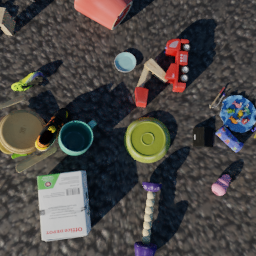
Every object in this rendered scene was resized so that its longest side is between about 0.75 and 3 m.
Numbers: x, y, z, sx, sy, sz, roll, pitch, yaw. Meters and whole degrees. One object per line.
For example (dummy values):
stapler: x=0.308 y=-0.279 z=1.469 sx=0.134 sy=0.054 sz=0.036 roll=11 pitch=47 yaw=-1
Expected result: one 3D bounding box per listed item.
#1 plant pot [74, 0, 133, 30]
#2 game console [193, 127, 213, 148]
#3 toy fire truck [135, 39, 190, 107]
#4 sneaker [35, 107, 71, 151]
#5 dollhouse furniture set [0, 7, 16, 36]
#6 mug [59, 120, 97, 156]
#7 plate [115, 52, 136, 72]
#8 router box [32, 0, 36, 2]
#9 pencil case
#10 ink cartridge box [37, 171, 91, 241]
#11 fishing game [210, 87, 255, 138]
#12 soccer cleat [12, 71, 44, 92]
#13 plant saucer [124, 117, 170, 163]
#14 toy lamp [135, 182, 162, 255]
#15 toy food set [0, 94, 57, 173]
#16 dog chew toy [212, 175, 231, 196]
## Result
plant pot: x=-0.895 y=-5.060 z=11.259 sx=1.732 sy=1.957 sz=1.957 roll=39 pitch=83 yaw=-5
game console: x=2.993 y=0.380 z=11.209 sx=0.705 sy=0.466 sz=0.801 roll=-4 pitch=79 yaw=30
toy fire truck: x=1.378 y=-2.248 z=11.312 sx=2.031 sy=0.702 sz=2.881 roll=5 pitch=81 yaw=1
sneaker: x=-2.776 y=-0.008 z=10.679 sx=0.690 sy=0.888 sz=1.974 roll=36 pitch=68 yaw=-10
dollhouse furniture set: x=-5.651 y=-4.427 z=11.495 sx=1.595 sy=1.038 sz=1.465 roll=9 pitch=81 yaw=1
mug: x=-1.895 y=0.413 z=10.727 sx=1.498 sy=0.926 sz=1.231 roll=-7 pitch=75 yaw=-20
plate: x=-0.111 y=-2.717 z=11.635 sx=0.894 sy=0.114 sz=0.894 roll=0 pitch=77 yaw=0
router box: x=-3.911 y=-6.211 z=11.487 sx=0.506 sy=1.630 sz=1.222 roll=35 pitch=82 yaw=8
pencil case: x=3.995 y=0.418 z=11.017 sx=1.149 sy=0.448 sz=0.499 roll=45 pitch=51 yaw=7
ink cartridge box: x=-2.333 y=2.812 z=10.360 sx=1.670 sy=0.962 sz=2.288 roll=-6 pitch=81 yaw=-1
fishing game: x=4.419 y=-0.599 z=11.176 sx=2.214 sy=0.344 sz=1.585 roll=38 pitch=75 yaw=4
soccer cleat: x=-4.100 y=-1.921 z=11.473 sx=1.366 sy=0.442 sz=0.571 roll=-23 pitch=52 yaw=1
plant saucer: x=0.772 y=0.448 z=11.094 sx=1.851 sy=0.288 sz=1.851 roll=0 pitch=82 yaw=0
toy lamp: x=0.741 y=3.497 z=10.327 sx=0.851 sy=0.851 sz=2.925 roll=6 pitch=82 yaw=1
toy food set: x=-4.168 y=0.185 z=10.965 sx=1.916 sy=0.557 sz=2.776 roll=-29 pitch=85 yaw=-23
dog chew toy: x=3.606 y=2.152 z=10.723 sx=0.537 sy=0.537 sz=0.863 roll=39 pitch=76 yaw=6
